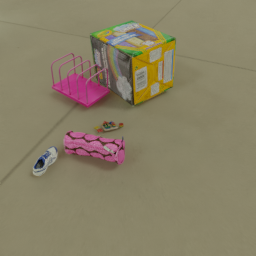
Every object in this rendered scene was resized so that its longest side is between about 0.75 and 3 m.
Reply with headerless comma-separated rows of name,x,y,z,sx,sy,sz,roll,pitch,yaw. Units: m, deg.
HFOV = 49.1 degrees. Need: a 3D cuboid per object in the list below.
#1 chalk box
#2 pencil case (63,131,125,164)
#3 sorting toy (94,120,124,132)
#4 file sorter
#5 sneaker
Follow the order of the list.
chalk box,-0.043,-2.431,9.687,1.837,1.847,2.968,-28,46,-25
pencil case,-0.886,0.479,7.270,1.641,0.744,0.768,7,10,15
sorting toy,-0.590,-0.101,8.354,0.861,0.146,0.415,-14,31,-17
file sorter,-1.568,-1.644,9.178,1.634,1.025,1.136,28,48,23
sneaker,-2.080,0.801,7.114,0.338,0.395,0.897,24,58,5
